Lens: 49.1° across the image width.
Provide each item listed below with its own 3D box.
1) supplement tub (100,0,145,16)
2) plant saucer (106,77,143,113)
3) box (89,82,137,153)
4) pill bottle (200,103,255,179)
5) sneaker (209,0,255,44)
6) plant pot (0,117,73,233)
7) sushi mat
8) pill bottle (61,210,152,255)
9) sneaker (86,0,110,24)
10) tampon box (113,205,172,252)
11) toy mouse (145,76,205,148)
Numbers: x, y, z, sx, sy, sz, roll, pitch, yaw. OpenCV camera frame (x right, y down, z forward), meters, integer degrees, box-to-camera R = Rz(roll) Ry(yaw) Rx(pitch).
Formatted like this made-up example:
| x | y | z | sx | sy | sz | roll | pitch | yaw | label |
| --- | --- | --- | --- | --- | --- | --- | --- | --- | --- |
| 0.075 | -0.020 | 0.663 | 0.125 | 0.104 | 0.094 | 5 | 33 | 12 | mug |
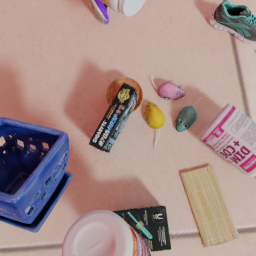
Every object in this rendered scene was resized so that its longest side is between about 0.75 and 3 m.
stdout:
| x | y | z | sx | sy | sz | roll | pitch | yaw | label |
| --- | --- | --- | --- | --- | --- | --- | --- | --- | --- |
| -0.332 | -3.785 | 7.420 | 1.517 | 1.103 | 1.103 | 42 | 79 | 16 | supplement tub |
| -0.107 | -1.077 | 9.321 | 1.233 | 0.231 | 1.233 | 0 | 97 | 3 | plant saucer |
| -0.376 | -0.230 | 8.447 | 0.465 | 1.605 | 2.020 | 28 | 86 | 6 | box |
| 3.571 | 0.548 | 8.456 | 2.509 | 1.422 | 1.422 | 40 | 79 | 10 | pill bottle |
| 4.031 | -3.701 | 9.740 | 2.300 | 1.049 | 0.892 | 21 | 77 | 4 | sneaker |
| -2.235 | 1.005 | 5.715 | 1.757 | 1.580 | 1.757 | 13 | 46 | 16 | plant pot |
| 2.504 | 2.386 | 8.656 | 1.116 | 0.141 | 2.332 | -16 | 76 | -5 | sushi mat |
| -0.251 | 2.792 | 5.998 | 1.388 | 2.533 | 1.388 | -10 | 54 | 14 | pill bottle |
| -0.968 | -4.660 | 10.200 | 0.900 | 0.629 | 1.811 | -28 | 77 | -8 | sneaker |
| 0.349 | 2.911 | 8.075 | 1.562 | 0.986 | 1.170 | -5 | 76 | -1 | tampon box |
| 1.607 | -0.776 | 9.286 | 2.164 | 0.471 | 2.435 | -13 | 76 | -3 | toy mouse |
